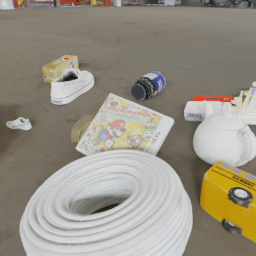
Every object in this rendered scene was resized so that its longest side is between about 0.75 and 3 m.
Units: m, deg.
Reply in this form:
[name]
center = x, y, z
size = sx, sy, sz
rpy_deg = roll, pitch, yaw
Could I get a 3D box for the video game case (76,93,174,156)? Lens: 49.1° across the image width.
[video game case]
center = -0.106, 0.174, 6.773
size = 1.874, 0.214, 1.705
rpy_deg = 25, 76, 26

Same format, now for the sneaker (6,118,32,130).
[sneaker]
center = -3.340, -0.157, 8.539
size = 0.795, 0.321, 0.304
rpy_deg = 4, 30, 8

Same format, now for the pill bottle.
[pill bottle]
center = 0.769, -1.582, 10.600
size = 0.856, 0.856, 1.530
rpy_deg = 17, 34, 28

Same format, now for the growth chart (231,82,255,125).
[growth chart]
center = 4.493, -0.860, 9.203
size = 2.079, 0.255, 2.873
rpy_deg = 14, 42, 36

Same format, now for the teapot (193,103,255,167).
[teapot]
center = 2.449, 0.156, 7.058
size = 1.623, 1.186, 1.602
rpy_deg = 16, 33, 25

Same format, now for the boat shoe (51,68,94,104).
[boat shoe]
center = -2.104, -1.871, 11.024
size = 1.059, 0.941, 2.878
rpy_deg = 6, 29, 10

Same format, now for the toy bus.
[toy bus]
center = 2.505, 1.540, 4.923
size = 2.507, 0.816, 0.981
rpy_deg = 24, 36, 37

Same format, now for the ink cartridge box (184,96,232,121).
[ink cartridge box]
center = 2.691, -0.798, 9.269
size = 1.363, 0.479, 1.677
rpy_deg = 4, 40, 23

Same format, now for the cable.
[cable]
center = -0.333, 1.324, 4.580
size = 2.699, 0.934, 2.698
rpy_deg = 0, 25, 34

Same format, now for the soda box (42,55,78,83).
[soda box]
center = -3.041, -2.726, 12.825
size = 0.682, 0.721, 2.130
rpy_deg = 7, 29, 13

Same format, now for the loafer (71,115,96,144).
[loafer]
center = -0.784, -0.037, 7.914
size = 0.634, 0.715, 1.880
rpy_deg = 17, 32, 38
